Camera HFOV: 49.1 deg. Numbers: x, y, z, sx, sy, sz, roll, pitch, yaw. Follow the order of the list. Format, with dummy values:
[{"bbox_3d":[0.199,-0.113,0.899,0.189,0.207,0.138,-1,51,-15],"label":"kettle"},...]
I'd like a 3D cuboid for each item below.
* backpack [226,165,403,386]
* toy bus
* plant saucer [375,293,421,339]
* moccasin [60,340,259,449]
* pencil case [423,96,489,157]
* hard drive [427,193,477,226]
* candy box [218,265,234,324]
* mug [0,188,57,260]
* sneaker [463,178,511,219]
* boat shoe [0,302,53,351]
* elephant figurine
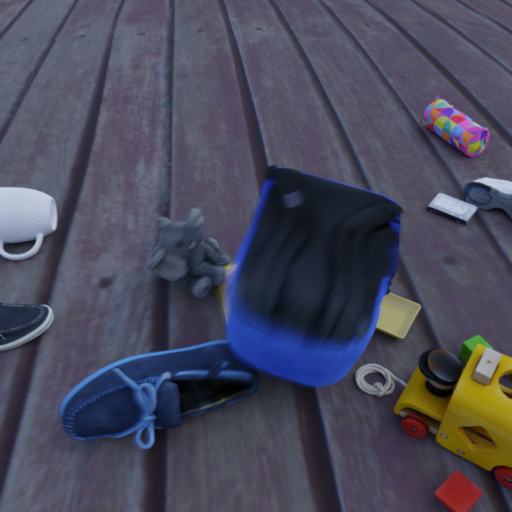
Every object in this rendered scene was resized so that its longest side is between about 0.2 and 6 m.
[{"bbox_3d":[0.858,0.523,8.617,2.345,2.421,2.886,13,52,8],"label":"backpack"},{"bbox_3d":[3.135,1.975,7.835,2.767,1.430,2.611,-8,42,-9],"label":"toy bus"},{"bbox_3d":[2.294,1.042,9.811,0.905,0.219,0.905,23,47,23],"label":"plant saucer"},{"bbox_3d":[-1.293,1.940,8.011,2.873,1.156,0.980,-19,34,-21],"label":"moccasin"},{"bbox_3d":[5.099,-3.311,14.306,0.848,0.848,1.918,-15,46,-17],"label":"pencil case"},{"bbox_3d":[4.267,-1.021,12.191,0.901,0.170,0.629,28,49,27],"label":"hard drive"},{"bbox_3d":[-0.316,0.665,10.243,0.673,0.174,1.317,-6,44,-11],"label":"candy box"},{"bbox_3d":[-4.737,-0.635,11.195,1.313,1.106,1.498,-2,72,-7],"label":"mug"},{"bbox_3d":[5.580,-1.252,12.052,2.042,0.761,0.890,31,45,30],"label":"sneaker"},{"bbox_3d":[-4.626,1.110,9.364,2.318,0.722,0.865,-6,40,-8],"label":"boat shoe"},{"bbox_3d":[-1.317,-0.174,9.708,1.380,1.779,1.259,-39,48,1],"label":"elephant figurine"}]
